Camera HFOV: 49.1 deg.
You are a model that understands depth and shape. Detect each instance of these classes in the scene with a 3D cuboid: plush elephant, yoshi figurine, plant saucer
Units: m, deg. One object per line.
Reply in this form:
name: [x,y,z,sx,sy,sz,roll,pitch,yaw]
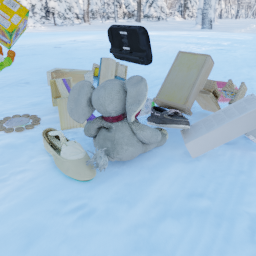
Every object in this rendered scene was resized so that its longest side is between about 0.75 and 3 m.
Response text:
plush elephant: [-0.280,-0.381,7.552,2.368,2.226,2.875,8,17,19]
yoshi figurine: [-3.765,-1.867,7.781,0.847,0.844,1.508,-16,36,26]
plant saucer: [4.242,-1.798,13.229,2.169,0.550,2.169,1,24,0]

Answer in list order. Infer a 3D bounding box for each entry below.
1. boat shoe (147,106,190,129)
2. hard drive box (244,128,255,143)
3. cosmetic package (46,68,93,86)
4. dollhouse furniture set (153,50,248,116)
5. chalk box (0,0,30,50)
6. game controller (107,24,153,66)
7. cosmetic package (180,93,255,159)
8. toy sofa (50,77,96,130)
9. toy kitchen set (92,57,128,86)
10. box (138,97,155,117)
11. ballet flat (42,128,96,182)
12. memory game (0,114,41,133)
boat shoe: [1.193,-0.375,8.854,0.823,0.701,2.462,5,2,-17]
hard drive box: [3.819,0.022,8.545,1.018,0.502,1.306,34,18,-15]
cosmetic package: [-3.070,-2.674,14.910,2.206,0.784,1.161,6,25,14]
dollhouse furniture set: [2.437,-1.007,9.871,2.718,1.925,2.959,22,-9,39]
chalk box: [-4.136,-3.497,9.424,1.090,1.085,1.752,34,-21,-16]
game controller: [0.015,-2.392,7.991,0.421,1.044,2.001,-18,28,-29]
cosmetic package: [2.705,-0.060,7.930,2.349,0.595,0.970,-28,22,13]
toy sofa: [-2.117,-1.051,10.731,1.412,1.198,2.894,-9,25,-17]
toy kitchen set: [-1.410,-2.692,14.663,2.173,1.598,2.713,9,5,20]
box: [0.322,-0.908,11.206,1.032,0.565,1.170,-15,29,-34]
ballet flat: [-1.668,0.591,7.502,0.847,0.847,2.437,-18,30,-35]
memory game: [-3.976,-0.183,10.113,1.644,0.105,1.644,0,25,0]
